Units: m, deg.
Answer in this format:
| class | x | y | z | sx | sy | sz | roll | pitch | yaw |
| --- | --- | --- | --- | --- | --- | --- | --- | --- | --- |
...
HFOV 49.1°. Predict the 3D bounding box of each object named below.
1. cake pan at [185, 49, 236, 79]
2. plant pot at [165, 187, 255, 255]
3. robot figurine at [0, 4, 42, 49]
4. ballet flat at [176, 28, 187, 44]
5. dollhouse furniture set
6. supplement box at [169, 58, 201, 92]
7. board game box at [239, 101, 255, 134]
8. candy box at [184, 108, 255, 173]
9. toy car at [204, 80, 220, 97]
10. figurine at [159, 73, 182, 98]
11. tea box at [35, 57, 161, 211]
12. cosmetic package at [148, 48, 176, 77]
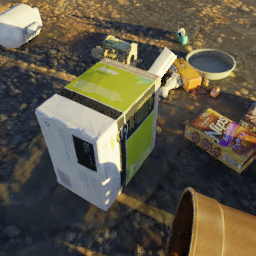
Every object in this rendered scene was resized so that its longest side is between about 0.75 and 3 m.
| class | x | y | z | sx | sy | sz | roll | pitch | yaw |
| --- | --- | --- | --- | --- | --- | --- | --- | --- | --- |
| cake pan | 3.448 | -2.704 | 11.853 | 2.058 | 0.377 | 2.058 | 0 | 44 | 0 |
| plant pot | 1.976 | 2.485 | 5.281 | 2.191 | 2.213 | 2.213 | 14 | 45 | 4 |
| robot figurine | -5.225 | -4.771 | 13.162 | 2.358 | 1.570 | 2.780 | 9 | 43 | 21 |
| ballet flat | 2.679 | -4.639 | 13.823 | 0.446 | 0.466 | 1.325 | -3 | 43 | -1 |
| dollhouse furniture set | -1.020 | -2.974 | 11.553 | 2.120 | 1.179 | 1.875 | 26 | 49 | 24 |
| supplement box | 2.237 | -2.156 | 11.164 | 0.555 | 0.574 | 1.667 | -13 | 47 | -14 |
| board game box | 4.724 | -0.387 | 9.461 | 1.244 | 0.318 | 1.837 | 28 | 50 | 27 |
| candy box | 2.898 | 0.317 | 8.548 | 1.201 | 0.581 | 2.059 | -33 | 51 | -28 |
| toy car | 3.127 | -1.544 | 10.693 | 0.453 | 0.308 | 0.924 | -25 | 50 | -24 |
| figurine | 1.269 | -1.709 | 10.795 | 1.242 | 0.535 | 1.212 | 31 | 59 | 28 |
| tea box | -0.566 | 0.106 | 7.233 | 1.780 | 2.664 | 2.621 | 25 | 49 | 24 |
| cosmetic package | 1.244 | -2.288 | 10.032 | 0.344 | 1.003 | 1.331 | 41 | 17 | 7 |
